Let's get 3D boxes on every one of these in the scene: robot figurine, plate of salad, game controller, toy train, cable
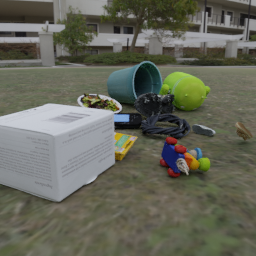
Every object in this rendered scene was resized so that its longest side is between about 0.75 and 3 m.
[{"bbox_3d":[2.787,-1.882,14.161,2.572,1.696,2.931,2,18,-16],"label":"robot figurine"},{"bbox_3d":[-1.314,-1.243,13.314,2.126,0.511,2.126,11,29,-6],"label":"plate of salad"},{"bbox_3d":[-0.571,-0.303,10.862,2.241,0.472,1.169,0,16,1],"label":"game controller"},{"bbox_3d":[1.487,0.836,6.587,1.010,0.739,1.745,10,13,-14],"label":"toy train"},{"bbox_3d":[1.303,-0.066,10.163,1.709,0.532,2.095,-5,18,0],"label":"cable"}]

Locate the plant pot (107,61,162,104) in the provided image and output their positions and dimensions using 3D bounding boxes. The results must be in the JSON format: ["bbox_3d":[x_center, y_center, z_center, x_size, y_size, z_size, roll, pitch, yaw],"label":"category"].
[{"bbox_3d":[0.240,-2.262,14.947,2.287,2.335,2.335,5,15,45],"label":"plant pot"}]

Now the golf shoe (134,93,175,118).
[{"bbox_3d":[0.916,-0.993,12.376,1.394,1.147,2.951,7,6,34],"label":"golf shoe"}]

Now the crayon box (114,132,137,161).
[{"bbox_3d":[-0.367,0.485,7.806,1.179,0.304,0.741,10,43,34],"label":"crayon box"}]

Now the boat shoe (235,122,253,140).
[{"bbox_3d":[3.532,0.146,8.662,1.014,0.327,0.361,31,34,-40],"label":"boat shoe"}]

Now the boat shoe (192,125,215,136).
[{"bbox_3d":[2.651,0.079,9.863,0.832,0.307,0.267,16,12,37],"label":"boat shoe"}]

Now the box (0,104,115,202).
[{"bbox_3d":[-1.763,0.392,6.588,2.216,1.448,2.204,8,18,27],"label":"box"}]
